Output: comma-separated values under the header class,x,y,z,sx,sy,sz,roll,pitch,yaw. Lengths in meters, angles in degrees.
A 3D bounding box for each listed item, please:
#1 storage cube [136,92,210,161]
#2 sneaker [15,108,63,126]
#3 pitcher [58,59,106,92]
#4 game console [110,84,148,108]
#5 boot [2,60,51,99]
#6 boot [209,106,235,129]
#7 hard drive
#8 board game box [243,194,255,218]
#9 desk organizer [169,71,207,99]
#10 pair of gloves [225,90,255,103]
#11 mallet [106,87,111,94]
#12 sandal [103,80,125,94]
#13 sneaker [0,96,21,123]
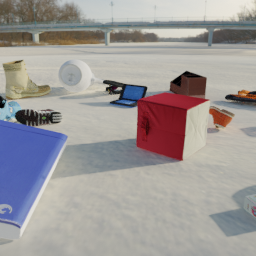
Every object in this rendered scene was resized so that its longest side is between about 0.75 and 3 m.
class,x,y,z,sx,sy,sz,roll,pitch,yaw
storage cube,1.173,-0.105,7.332,1.398,1.329,1.555,15,23,35
sneaker,-3.082,-0.404,9.638,1.527,0.578,0.882,4,10,-24
pitcher,-2.379,-2.725,15.175,2.381,1.682,2.775,10,8,3
game console,0.019,-1.436,12.261,1.332,0.788,1.137,11,20,33
boot,-4.895,-2.426,13.670,2.287,1.778,0.833,-15,23,-39
boot,2.910,-0.335,9.155,0.446,0.637,1.188,22,8,-19
hard drive,-2.410,0.695,5.263,1.897,0.365,2.875,13,25,-4
board game box,2.453,1.324,4.679,0.788,0.253,0.581,-4,18,-16
desk organizer,2.950,-2.187,14.084,0.994,1.067,2.772,-3,18,-8
pair of gloves,6.030,-1.393,12.879,2.489,0.345,2.794,13,20,39
mallet,-1.046,-1.987,14.931,0.365,0.228,1.107,0,22,0
sandal,-0.462,-2.086,14.706,0.938,0.597,2.495,21,12,27
sneaker,-4.178,-0.664,9.516,0.877,1.006,2.237,-1,16,-4
